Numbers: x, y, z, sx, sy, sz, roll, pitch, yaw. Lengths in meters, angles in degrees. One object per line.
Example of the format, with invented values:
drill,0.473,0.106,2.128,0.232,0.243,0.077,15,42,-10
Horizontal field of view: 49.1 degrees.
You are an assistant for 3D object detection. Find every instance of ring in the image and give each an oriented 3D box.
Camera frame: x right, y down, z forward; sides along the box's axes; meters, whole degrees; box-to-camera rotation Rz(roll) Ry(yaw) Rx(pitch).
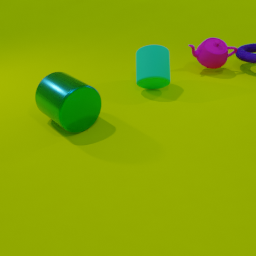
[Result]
ring,5.291,-2.998,11.200,1.877,0.375,1.877,-4,31,3

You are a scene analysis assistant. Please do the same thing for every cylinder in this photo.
cylinder,-1.637,-0.725,7.697,1.334,1.334,1.334,-26,41,-34
cylinder,0.846,-2.037,9.503,1.141,1.141,1.141,0,78,0

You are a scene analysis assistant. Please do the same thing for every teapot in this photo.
teapot,3.243,-2.977,10.868,2.034,0.996,1.265,-2,59,-7
